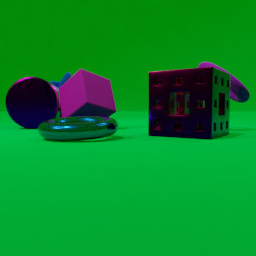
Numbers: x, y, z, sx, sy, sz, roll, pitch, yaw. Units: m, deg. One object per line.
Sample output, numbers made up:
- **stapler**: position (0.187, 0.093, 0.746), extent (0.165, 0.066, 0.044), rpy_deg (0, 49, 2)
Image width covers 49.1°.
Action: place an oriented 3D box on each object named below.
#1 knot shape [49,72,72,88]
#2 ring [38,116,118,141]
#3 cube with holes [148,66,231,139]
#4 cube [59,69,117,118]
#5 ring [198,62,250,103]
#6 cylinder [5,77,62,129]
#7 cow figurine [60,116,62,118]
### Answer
- **knot shape**: position (-2.318, -1.391, 10.244), extent (0.672, 1.362, 1.455), rpy_deg (-6, -31, 31)
- **ring**: position (-0.838, -0.013, 4.799), extent (1.352, 0.270, 1.352), rpy_deg (-1, 8, 0)
- **cube with holes**: position (1.188, -0.452, 5.332), extent (1.179, 1.179, 1.179), rpy_deg (2, 4, 33)
- **cube**: position (-1.032, -0.712, 7.084), extent (0.982, 0.982, 0.982), rpy_deg (-31, -30, 36)
- **ring**: position (2.374, -1.139, 7.016), extent (1.488, 0.298, 1.488), rpy_deg (36, 8, -6)
- **cylinder**: position (-2.469, -0.672, 7.660), extent (1.323, 1.323, 1.323), rpy_deg (0, 4, -6)
- **cow figurine**: position (-1.940, -0.518, 8.868), extent (1.577, 0.866, 1.552), rpy_deg (-32, 47, -1)
